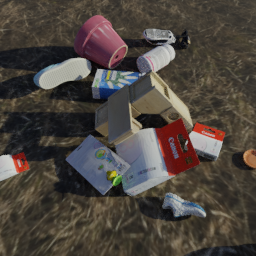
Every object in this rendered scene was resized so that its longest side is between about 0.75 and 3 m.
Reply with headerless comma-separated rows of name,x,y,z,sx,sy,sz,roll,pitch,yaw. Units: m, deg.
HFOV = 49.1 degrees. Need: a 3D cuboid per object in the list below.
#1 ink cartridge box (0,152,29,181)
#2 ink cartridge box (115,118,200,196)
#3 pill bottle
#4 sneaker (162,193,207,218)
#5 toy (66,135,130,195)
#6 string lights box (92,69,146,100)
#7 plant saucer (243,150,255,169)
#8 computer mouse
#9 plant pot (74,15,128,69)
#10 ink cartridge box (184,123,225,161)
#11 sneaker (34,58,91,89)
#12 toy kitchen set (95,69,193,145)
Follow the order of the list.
ink cartridge box,-4.310,1.334,10.257,1.107,0.316,0.899,-25,54,-15
ink cartridge box,0.861,0.847,9.635,2.598,0.741,2.112,-32,46,22
pill bottle,1.401,-3.382,13.768,1.800,1.020,1.020,-35,58,-26
sneaker,1.780,2.654,9.022,1.438,0.539,0.623,17,57,25
toy,-1.056,1.320,9.992,1.315,0.539,2.283,-46,49,-14
string lights box,-0.251,-1.902,12.681,2.519,0.743,1.294,5,50,4
plant saucer,4.715,1.183,10.449,0.841,0.157,0.841,0,49,0
computer mouse,2.089,-4.937,15.438,2.643,0.580,1.449,3,54,-5
plant pot,-1.196,-4.033,13.781,1.962,2.192,2.192,40,59,10
ink cartridge box,3.052,0.418,10.971,1.272,0.447,1.566,20,57,17
sneaker,-3.103,-2.662,13.087,2.836,1.048,1.162,-25,32,-34
toy kitchen set,0.611,-0.015,10.873,2.954,2.665,2.410,-32,39,26
